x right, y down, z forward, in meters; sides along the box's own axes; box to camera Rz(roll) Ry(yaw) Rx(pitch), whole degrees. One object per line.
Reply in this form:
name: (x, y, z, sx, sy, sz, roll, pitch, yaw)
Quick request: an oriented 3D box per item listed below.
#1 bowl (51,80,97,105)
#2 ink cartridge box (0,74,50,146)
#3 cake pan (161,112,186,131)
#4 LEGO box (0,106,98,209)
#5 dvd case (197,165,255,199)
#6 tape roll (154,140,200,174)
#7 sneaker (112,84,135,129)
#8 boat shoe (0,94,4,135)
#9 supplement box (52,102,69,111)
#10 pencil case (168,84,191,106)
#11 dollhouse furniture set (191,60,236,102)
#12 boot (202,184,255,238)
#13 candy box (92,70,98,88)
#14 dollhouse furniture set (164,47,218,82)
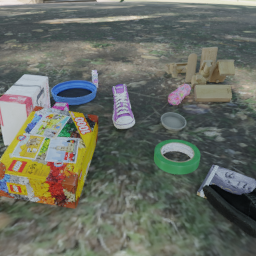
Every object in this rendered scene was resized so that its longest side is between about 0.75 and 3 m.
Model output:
bowl: (-2.622, -1.746, 13.769, 2.182, 0.428, 2.182, 0, 32, 0)
ink cartridge box: (-3.831, -0.726, 10.689, 1.071, 1.839, 2.526, 4, 32, -1)
cake pan: (1.830, -0.242, 11.336, 1.032, 0.189, 1.032, 4, 41, -4)
LEGO box: (-2.232, 0.742, 8.369, 2.160, 1.119, 2.901, 9, 40, 1)
dvd case: (3.198, 1.823, 8.118, 1.980, 0.158, 1.472, 18, 36, 27)
tape roll: (1.635, 0.939, 9.386, 1.511, 0.363, 1.511, 0, 32, 0)
sneaker: (-0.314, -1.007, 11.546, 0.881, 1.387, 2.432, -11, 31, -1)
boat shoe: (-4.940, -0.874, 11.667, 1.122, 1.095, 2.965, -4, 31, -7)
supplement box: (-2.908, -0.602, 11.756, 0.556, 0.544, 1.075, 4, 31, 9)
pencil case: (2.463, -1.595, 13.357, 0.658, 0.658, 1.505, 17, 36, 26)
dollhouse furniture set: (4.246, -2.039, 14.296, 2.084, 1.785, 2.191, 0, 66, 1)
boot: (3.032, 1.820, 7.344, 1.357, 0.683, 1.814, -38, 55, -20)
candy box: (-1.749, -2.609, 14.875, 0.271, 0.757, 0.635, -5, 32, -9)
dollhouse furniture set: (3.476, -3.900, 15.962, 2.144, 1.837, 2.255, -6, 32, -10)
